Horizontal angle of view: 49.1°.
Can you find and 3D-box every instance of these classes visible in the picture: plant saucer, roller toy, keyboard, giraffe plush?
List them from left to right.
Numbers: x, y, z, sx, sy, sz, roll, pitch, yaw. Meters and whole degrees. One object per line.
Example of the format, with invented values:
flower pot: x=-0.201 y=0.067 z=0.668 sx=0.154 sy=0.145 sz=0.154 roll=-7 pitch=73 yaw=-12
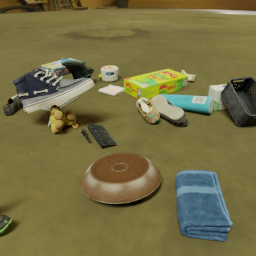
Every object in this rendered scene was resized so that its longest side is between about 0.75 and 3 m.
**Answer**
giraffe plush: x=-2.398 y=-0.321 z=10.597 sx=0.992 sy=1.056 sz=1.224 roll=-4 pitch=-8 yaw=-29
keyboard: x=-1.118 y=0.253 z=10.019 sx=1.006 sy=0.163 sz=1.583 roll=-7 pitch=29 yaw=-26
roller toy: x=-0.989 y=-3.038 z=15.471 sx=0.989 sy=0.757 sz=1.084 roll=21 pitch=35 yaw=33
plant saucer: x=-0.216 y=1.236 z=7.810 sx=2.264 sy=0.414 sz=2.264 roll=-5 pitch=23 yaw=2

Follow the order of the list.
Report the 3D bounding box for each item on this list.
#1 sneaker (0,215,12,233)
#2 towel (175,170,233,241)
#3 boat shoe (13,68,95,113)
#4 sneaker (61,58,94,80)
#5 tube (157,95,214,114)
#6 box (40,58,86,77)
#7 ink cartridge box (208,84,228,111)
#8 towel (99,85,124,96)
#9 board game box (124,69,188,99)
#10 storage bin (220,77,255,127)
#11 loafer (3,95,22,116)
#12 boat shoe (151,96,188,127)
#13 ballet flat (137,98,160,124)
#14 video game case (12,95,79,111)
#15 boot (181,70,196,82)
sneaker: x=-3.449 y=2.051 z=6.343 sx=1.605 sy=0.672 sz=0.616 roll=4 pitch=29 yaw=8
towel: x=1.801 y=1.783 z=7.000 sx=1.173 sy=0.510 sz=2.101 roll=2 pitch=29 yaw=5
boat shoe: x=-2.760 y=-1.582 z=10.038 sx=2.984 sy=1.384 sz=1.114 roll=-17 pitch=18 yaw=16
sneaker: x=-2.518 y=-2.833 z=14.008 sx=0.808 sy=0.904 sz=2.208 roll=23 pitch=5 yaw=31
tube: x=2.282 y=-1.133 z=12.213 sx=2.754 sy=0.694 sz=1.066 roll=10 pitch=26 yaw=30
box: x=-3.924 y=-3.693 z=16.990 sx=1.543 sy=0.426 sz=2.260 roll=23 pitch=36 yaw=35
ink cartridge box: x=4.204 y=-1.356 z=12.196 sx=1.345 sy=0.977 sz=0.589 roll=-8 pitch=30 yaw=-14
towel: x=-0.786 y=-1.901 z=14.033 sx=1.025 sy=0.165 sz=0.979 roll=18 pitch=34 yaw=31
board game box: x=1.417 y=-2.214 z=14.025 sx=2.946 sy=0.702 sz=1.497 roll=-19 pitch=34 yaw=-31
storage bin: x=4.616 y=-1.039 z=10.983 sx=1.208 sy=0.838 sz=1.787 roll=-9 pitch=62 yaw=-16
loafer: x=-4.934 y=-1.090 z=12.039 sx=0.494 sy=0.491 sz=1.357 roll=-4 pitch=36 yaw=6
boat shoe: x=1.635 y=-0.665 z=11.470 sx=0.766 sy=0.653 sz=2.291 roll=-43 pitch=34 yaw=-2
ballet flat: x=0.728 y=-0.889 z=11.537 sx=0.716 sy=0.663 sz=2.030 roll=-41 pitch=32 yaw=4
video game case: x=-3.852 y=-1.409 z=13.078 sx=2.537 sy=0.221 sz=1.814 roll=14 pitch=32 yaw=23
boot: x=3.349 y=-2.879 z=15.560 sx=0.853 sy=0.398 sz=1.103 roll=6 pitch=35 yaw=13
